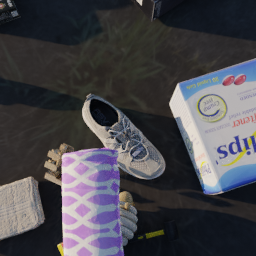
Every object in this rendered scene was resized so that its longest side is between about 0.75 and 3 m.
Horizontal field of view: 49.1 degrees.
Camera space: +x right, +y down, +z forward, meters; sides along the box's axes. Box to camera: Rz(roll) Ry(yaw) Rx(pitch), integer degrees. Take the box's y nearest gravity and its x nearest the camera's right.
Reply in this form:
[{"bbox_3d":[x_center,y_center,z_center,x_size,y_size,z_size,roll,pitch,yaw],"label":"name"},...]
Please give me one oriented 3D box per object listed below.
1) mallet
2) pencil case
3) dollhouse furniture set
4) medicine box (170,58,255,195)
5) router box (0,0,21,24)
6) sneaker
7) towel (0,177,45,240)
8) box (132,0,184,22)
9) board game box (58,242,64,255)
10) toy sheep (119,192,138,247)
[{"bbox_3d":[0.510,2.652,6.717,1.446,0.298,0.476,-20,79,0],"label":"mallet"},{"bbox_3d":[-0.537,1.576,4.736,1.060,1.080,2.526,-7,81,29],"label":"pencil case"},{"bbox_3d":[-1.636,0.926,6.942,0.558,0.788,0.858,23,103,8],"label":"dollhouse furniture set"},{"bbox_3d":[2.668,-0.026,6.875,2.420,1.368,2.657,-18,75,-5],"label":"medicine box"},{"bbox_3d":[-4.080,-3.854,8.438,1.132,0.469,1.511,-25,76,-7],"label":"router box"},{"bbox_3d":[-0.209,0.236,6.933,2.703,1.108,1.010,41,78,11],"label":"sneaker"},{"bbox_3d":[-3.056,2.033,6.843,1.904,0.328,1.262,-16,73,-4],"label":"towel"},{"bbox_3d":[0.858,-4.259,8.316,1.480,0.919,1.492,-36,77,-10],"label":"box"},{"bbox_3d":[-0.698,3.075,5.921,0.516,1.504,1.819,-29,77,-7],"label":"board game box"},{"bbox_3d":[-0.277,2.192,6.409,1.065,1.065,1.545,22,64,6],"label":"toy sheep"}]
